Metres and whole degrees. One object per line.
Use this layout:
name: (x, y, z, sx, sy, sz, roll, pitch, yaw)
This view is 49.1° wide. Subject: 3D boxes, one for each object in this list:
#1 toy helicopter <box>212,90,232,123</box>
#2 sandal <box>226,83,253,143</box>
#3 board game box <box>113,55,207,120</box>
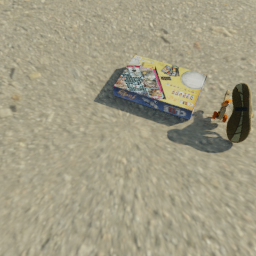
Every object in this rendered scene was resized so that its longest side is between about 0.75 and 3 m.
toy helicopter: (2.945, -0.745, 8.540, 0.425, 0.712, 1.077, 19, 66, 11)
sandal: (3.300, -0.415, 8.097, 0.698, 1.737, 0.469, 9, 9, 43)
board game box: (1.094, -1.453, 9.466, 2.688, 0.465, 1.821, 20, 55, 15)
